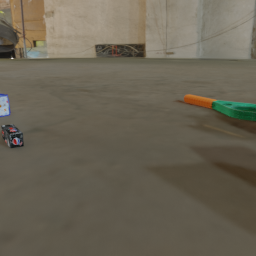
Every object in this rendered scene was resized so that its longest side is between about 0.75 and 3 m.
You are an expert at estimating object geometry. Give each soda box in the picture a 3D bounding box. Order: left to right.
[{"bbox_3d":[-2.458,0.162,5.940,0.269,0.301,0.849,-8,18,-33],"label":"soda box"}]

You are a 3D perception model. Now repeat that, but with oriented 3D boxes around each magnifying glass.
[{"bbox_3d":[3.015,-0.708,8.850,1.193,0.336,2.998,-12,20,-35],"label":"magnifying glass"}]

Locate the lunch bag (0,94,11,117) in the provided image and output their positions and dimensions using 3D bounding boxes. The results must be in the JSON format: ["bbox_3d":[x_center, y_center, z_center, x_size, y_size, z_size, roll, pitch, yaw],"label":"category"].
[{"bbox_3d":[-3.818,-0.642,8.056,0.757,0.644,0.469,-7,20,-18],"label":"lunch bag"}]
